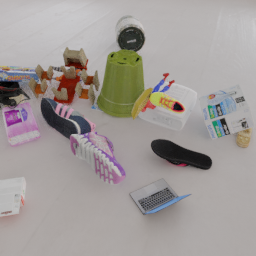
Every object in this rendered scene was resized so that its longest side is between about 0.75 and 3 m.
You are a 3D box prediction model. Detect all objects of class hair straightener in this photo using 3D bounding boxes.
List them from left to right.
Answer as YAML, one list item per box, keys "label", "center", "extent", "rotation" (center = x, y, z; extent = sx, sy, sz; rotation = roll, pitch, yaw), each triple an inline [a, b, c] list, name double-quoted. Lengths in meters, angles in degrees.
- label: "hair straightener"
  center: [-5.229, -1.217, 12.076]
  extent: [2.789, 0.571, 1.073]
  rotation: [9, 82, 30]

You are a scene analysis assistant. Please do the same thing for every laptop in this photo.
- label: "laptop"
  center: [0.959, 2.036, 8.619]
  extent: [1.323, 0.819, 1.413]
  rotation: [-19, 43, -22]

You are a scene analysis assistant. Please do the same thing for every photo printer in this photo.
- label: "photo printer"
  center: [1.828, -1.105, 12.312]
  extent: [2.065, 0.862, 2.482]
  rotation: [19, 45, 18]

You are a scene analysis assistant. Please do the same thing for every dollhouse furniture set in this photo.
- label: "dollhouse furniture set"
  center: [-2.787, -2.374, 13.595]
  extent: [2.939, 1.514, 2.907]
  rotation: [7, 58, 9]

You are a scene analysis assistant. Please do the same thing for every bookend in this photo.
- label: "bookend"
  center: [-6.091, -1.777, 13.383]
  extent: [1.297, 0.597, 1.288]
  rotation: [12, 41, 15]

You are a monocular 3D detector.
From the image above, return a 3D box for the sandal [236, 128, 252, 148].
- label: "sandal"
  center: [4.716, -0.085, 11.296]
  extent: [0.727, 0.653, 1.984]
  rotation: [11, 41, 13]

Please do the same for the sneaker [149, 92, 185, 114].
- label: "sneaker"
  center: [1.225, -0.769, 8.494]
  extent: [1.210, 0.473, 0.546]
  rotation: [19, 8, -5]

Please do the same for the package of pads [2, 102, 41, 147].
- label: "package of pads"
  center: [-4.345, -0.177, 11.334]
  extent: [1.182, 0.742, 1.962]
  rotation: [-17, 43, -19]

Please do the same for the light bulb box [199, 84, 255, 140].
- label: "light bulb box"
  center: [3.880, -0.658, 11.177]
  extent: [1.710, 1.067, 1.695]
  rotation: [-19, 35, 19]

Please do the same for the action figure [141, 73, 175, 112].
- label: "action figure"
  center: [1.127, -1.361, 11.317]
  extent: [0.541, 0.685, 2.093]
  rotation: [-10, 35, 53]

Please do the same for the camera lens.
- label: "camera lens"
  center: [0.118, -5.799, 17.288]
  extent: [1.780, 1.780, 2.225]
  rotation: [-3, 40, -4]

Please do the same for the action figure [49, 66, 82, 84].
- label: "action figure"
  center: [-3.076, -2.581, 14.068]
  extent: [1.853, 1.002, 1.915]
  rotation: [4, 35, 19]

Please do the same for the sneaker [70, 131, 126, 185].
- label: "sneaker"
  center: [-0.898, 0.885, 9.890]
  extent: [1.192, 1.085, 2.697]
  rotation: [-23, 43, -36]

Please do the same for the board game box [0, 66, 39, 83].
- label: "board game box"
  center: [-5.788, -2.700, 13.855]
  extent: [2.586, 0.446, 1.750]
  rotation: [-1, 22, -19]

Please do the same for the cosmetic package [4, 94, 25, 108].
- label: "cosmetic package"
  center: [-5.140, -1.093, 12.704]
  extent: [0.590, 0.417, 1.140]
  rotation: [-3, 41, -3]

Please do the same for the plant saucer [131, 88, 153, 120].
- label: "plant saucer"
  center: [0.395, -0.778, 8.661]
  extent: [0.207, 0.855, 0.855]
  rotation: [33, 61, 8]

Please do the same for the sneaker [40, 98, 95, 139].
- label: "sneaker"
  center: [-2.555, -0.438, 11.674]
  extent: [1.193, 1.021, 2.910]
  rotation: [-14, 40, -44]

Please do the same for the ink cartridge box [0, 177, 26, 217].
- label: "ink cartridge box"
  center: [-3.679, 2.219, 8.762]
  extent: [0.782, 0.361, 1.436]
  rotation: [-7, 41, -9]

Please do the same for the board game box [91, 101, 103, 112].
- label: "board game box"
  center: [-1.075, -1.096, 12.932]
  extent: [0.975, 0.126, 0.975]
  rotation: [13, 41, 15]

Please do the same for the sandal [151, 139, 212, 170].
- label: "sandal"
  center: [1.873, 1.064, 10.139]
  extent: [2.302, 0.519, 0.865]
  rotation: [19, 47, 0]

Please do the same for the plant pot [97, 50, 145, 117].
- label: "plant pot"
  center: [-0.168, -2.098, 12.355]
  extent: [2.417, 2.295, 2.417]
  rotation: [3, 40, -2]
